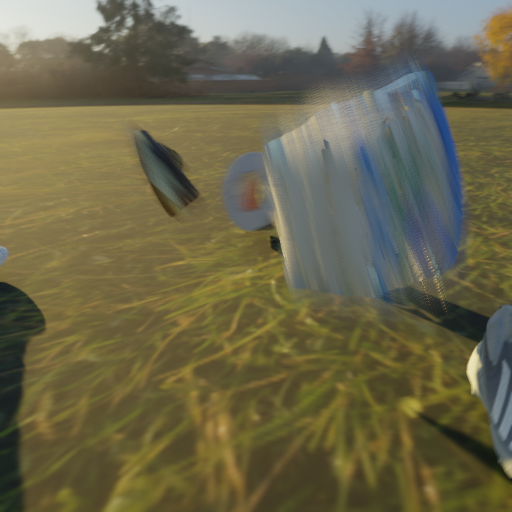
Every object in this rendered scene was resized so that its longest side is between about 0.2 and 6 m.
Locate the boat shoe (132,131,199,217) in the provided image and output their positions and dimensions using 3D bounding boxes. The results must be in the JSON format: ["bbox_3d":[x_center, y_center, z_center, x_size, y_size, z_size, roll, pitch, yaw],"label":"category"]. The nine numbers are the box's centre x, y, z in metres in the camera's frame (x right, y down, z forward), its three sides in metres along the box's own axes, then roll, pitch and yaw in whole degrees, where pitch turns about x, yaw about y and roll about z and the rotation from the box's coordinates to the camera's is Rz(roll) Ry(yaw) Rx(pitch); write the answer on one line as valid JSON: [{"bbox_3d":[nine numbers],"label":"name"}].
[{"bbox_3d":[-1.585,-1.506,9.738,0.683,0.771,2.107,-23,55,-11],"label":"boat shoe"}]

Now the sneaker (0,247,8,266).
[{"bbox_3d":[-4.607,-0.001,8.407,0.650,0.865,1.737,16,23,41],"label":"sneaker"}]

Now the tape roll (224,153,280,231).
[{"bbox_3d":[0.056,-1.225,10.769,1.488,1.488,0.491,17,15,41],"label":"tape roll"}]

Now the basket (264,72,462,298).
[{"bbox_3d":[1.449,-0.713,6.364,1.838,2.330,2.643,3,24,40],"label":"basket"}]

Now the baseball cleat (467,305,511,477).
[{"bbox_3d":[2.318,1.113,4.626,0.771,1.177,2.211,5,21,-4],"label":"baseball cleat"}]

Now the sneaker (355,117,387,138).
[{"bbox_3d":[2.292,-2.155,11.518,0.640,0.742,1.693,1,-20,4],"label":"sneaker"}]
